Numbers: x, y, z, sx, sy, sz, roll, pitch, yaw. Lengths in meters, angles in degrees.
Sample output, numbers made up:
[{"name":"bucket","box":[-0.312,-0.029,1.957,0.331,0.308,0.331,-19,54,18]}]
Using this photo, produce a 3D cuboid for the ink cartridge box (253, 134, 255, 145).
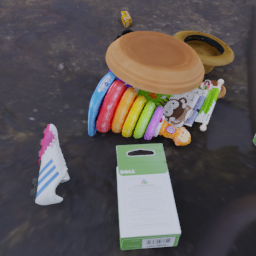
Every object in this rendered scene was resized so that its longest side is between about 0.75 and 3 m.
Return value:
[{"name":"ink cartridge box","box":[4.216,-0.399,7.049,1.251,2.411,0.715,-16,47,-15]}]

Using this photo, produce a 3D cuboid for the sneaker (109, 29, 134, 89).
[{"name":"sneaker","box":[-0.164,-2.386,9.542,1.015,1.451,2.918,4,47,3]}]

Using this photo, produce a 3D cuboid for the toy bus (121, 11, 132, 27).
[{"name":"toy bus","box":[-0.092,-4.925,12.670,0.386,0.321,0.987,-9,47,-10]}]

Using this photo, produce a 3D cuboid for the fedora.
[{"name":"fedora","box":[2.552,-2.571,9.962,2.384,0.972,2.384,9,43,-8]}]

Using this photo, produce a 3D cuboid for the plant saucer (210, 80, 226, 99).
[{"name":"plant saucer","box":[2.862,-1.336,9.458,0.888,0.166,0.888,0,47,0]}]

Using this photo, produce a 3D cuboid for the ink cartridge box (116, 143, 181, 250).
[{"name":"ink cartridge box","box":[0.366,1.486,6.478,1.220,0.697,2.350,-3,47,-3]}]

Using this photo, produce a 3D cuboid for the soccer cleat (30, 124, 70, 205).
[{"name":"soccer cleat","box":[-1.755,0.858,6.623,0.813,0.658,1.883,10,73,-16]}]

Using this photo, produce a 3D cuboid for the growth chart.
[{"name":"growth chart","box":[1.287,-0.842,8.442,2.733,0.242,1.978,15,74,16]}]

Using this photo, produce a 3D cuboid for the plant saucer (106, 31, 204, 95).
[{"name":"plant saucer","box":[0.827,-2.022,8.008,2.887,0.540,2.887,7,43,-6]}]

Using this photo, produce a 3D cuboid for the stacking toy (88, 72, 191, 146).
[{"name":"stacking toy","box":[0.404,-0.223,7.757,2.874,1.577,1.668,24,55,5]}]
